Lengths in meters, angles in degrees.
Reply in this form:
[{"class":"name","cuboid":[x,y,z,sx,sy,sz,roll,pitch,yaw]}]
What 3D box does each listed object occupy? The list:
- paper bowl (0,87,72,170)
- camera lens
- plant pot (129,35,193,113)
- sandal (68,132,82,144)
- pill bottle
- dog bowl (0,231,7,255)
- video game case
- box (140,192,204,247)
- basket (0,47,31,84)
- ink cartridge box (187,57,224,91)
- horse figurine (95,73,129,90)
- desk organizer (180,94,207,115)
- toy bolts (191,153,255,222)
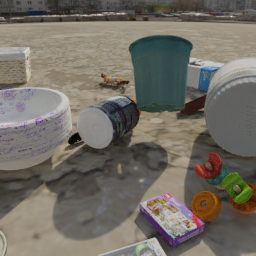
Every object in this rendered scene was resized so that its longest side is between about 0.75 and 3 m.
[{"class":"paper bowl","cuboid":[-2.812,0.026,7.158,2.743,1.427,2.743,-1,25,1]},{"class":"camera lens","cuboid":[3.301,-0.700,7.851,2.174,2.174,2.717,8,26,16]},{"class":"plant pot","cuboid":[0.926,-1.417,7.998,1.841,1.803,1.841,1,-7,0]},{"class":"sandal","cuboid":[-1.371,0.245,7.998,0.758,0.285,0.182,-31,46,-30]},{"class":"pill bottle","cuboid":[-0.392,-0.295,8.118,1.160,1.160,2.183,13,22,25]},{"class":"dog bowl","cuboid":[-2.394,2.041,4.125,1.217,0.449,1.217,1,25,0]},{"class":"video game case","cuboid":[0.160,2.166,4.241,1.029,0.120,0.935,-10,27,-19]},{"class":"box","cuboid":[0.788,1.656,5.208,0.713,0.204,1.041,-14,29,-27]},{"class":"basket","cuboid":[-5.977,-3.021,13.558,2.401,1.481,1.627,-5,26,-8]},{"class":"ink cartridge box","cuboid":[3.309,-2.591,13.202,1.713,0.988,2.361,-21,33,-37]},{"class":"horse figurine","cuboid":[-0.669,-2.128,12.897,1.744,0.435,1.156,9,27,18]},{"class":"desk organizer","cuboid":[2.389,-0.793,10.103,1.065,0.410,0.382,-23,-3,-12]},{"class":"toy bolts","cuboid":[1.872,1.306,5.642,1.251,0.908,1.309,-39,36,12]}]
